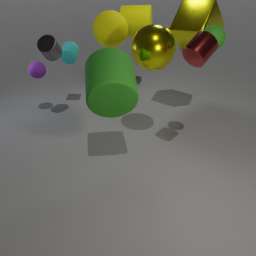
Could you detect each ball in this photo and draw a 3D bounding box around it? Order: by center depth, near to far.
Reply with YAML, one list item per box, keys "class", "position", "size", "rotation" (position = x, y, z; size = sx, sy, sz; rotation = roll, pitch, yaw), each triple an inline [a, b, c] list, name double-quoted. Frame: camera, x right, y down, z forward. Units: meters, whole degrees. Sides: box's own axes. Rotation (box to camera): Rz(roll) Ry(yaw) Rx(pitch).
- class: "ball"
  position: [2.417, -2.574, 7.976]
  size: [0.700, 0.700, 0.700]
  rotation: [0, 29, 0]
- class: "ball"
  position: [0.786, -2.484, 8.709]
  size: [1.400, 1.400, 1.400]
  rotation: [0, 29, 0]
- class: "ball"
  position: [-0.692, -3.910, 11.105]
  size: [1.400, 1.400, 1.400]
  rotation: [0, 29, 0]
- class: "ball"
  position: [-3.694, -2.364, 11.404]
  size: [0.700, 0.700, 0.700]
  rotation: [0, 29, 0]

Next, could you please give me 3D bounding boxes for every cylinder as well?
- class: "cylinder"
  position: [1.938, -2.118, 7.536]
  size: [0.700, 0.700, 0.700]
  rotation: [-49, 47, -12]
- class: "cylinder"
  position: [-0.480, -1.249, 7.790]
  size: [1.400, 1.400, 1.400]
  rotation: [-4, 53, -6]
- class: "cylinder"
  position: [-2.837, -2.901, 10.182]
  size: [0.700, 0.700, 0.700]
  rotation: [5, -12, 9]
- class: "cylinder"
  position: [-2.474, -3.197, 11.891]
  size: [0.700, 0.700, 0.700]
  rotation: [1, 49, 1]
- class: "cylinder"
  position: [0.386, -5.053, 13.272]
  size: [1.400, 1.400, 1.400]
  rotation: [2, 29, 9]

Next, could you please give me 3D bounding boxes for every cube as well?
- class: "cube"
  position: [2.662, -3.882, 10.775]
  size: [1.400, 1.400, 1.400]
  rotation: [19, -11, 36]
